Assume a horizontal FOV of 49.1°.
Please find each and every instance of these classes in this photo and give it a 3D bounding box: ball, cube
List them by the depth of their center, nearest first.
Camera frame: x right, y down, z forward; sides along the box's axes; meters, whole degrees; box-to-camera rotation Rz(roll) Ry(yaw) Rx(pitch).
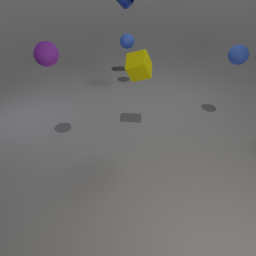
[{"bbox_3d":[-2.299,-2.083,7.882,0.700,0.700,0.700,0,32,0],"label":"ball"},{"bbox_3d":[0.361,-2.064,9.310,0.700,0.700,0.700,-8,56,21],"label":"cube"},{"bbox_3d":[3.934,-2.607,9.978,0.700,0.700,0.700,0,32,0],"label":"ball"},{"bbox_3d":[-0.038,-4.140,13.355,0.700,0.700,0.700,0,32,0],"label":"ball"}]

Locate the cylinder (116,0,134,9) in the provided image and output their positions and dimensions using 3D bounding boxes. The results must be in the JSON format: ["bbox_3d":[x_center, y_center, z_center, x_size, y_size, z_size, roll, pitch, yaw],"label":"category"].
[{"bbox_3d":[-0.176,-6.090,13.124,0.700,0.700,0.700,-20,56,31],"label":"cylinder"}]
